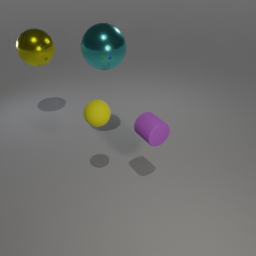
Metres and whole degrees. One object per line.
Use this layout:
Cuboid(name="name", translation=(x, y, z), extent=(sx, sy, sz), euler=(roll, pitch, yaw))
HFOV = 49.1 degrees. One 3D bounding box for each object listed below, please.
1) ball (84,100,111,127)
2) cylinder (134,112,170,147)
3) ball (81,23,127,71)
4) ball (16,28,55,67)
Cuboid(name="ball", translation=(-0.806, -0.386, 7.298), extent=(0.700, 0.700, 0.700), euler=(0, 31, 0))
Cuboid(name="cylinder", translation=(0.634, 0.026, 7.484), extent=(0.700, 0.700, 0.700), euler=(-18, 40, -28))
Cuboid(name="ball", translation=(-0.741, -2.475, 8.583), extent=(1.400, 1.400, 1.400), euler=(0, 31, 0))
Cuboid(name="ball", translation=(-3.492, -3.042, 10.640), extent=(1.400, 1.400, 1.400), euler=(0, 31, 0))
